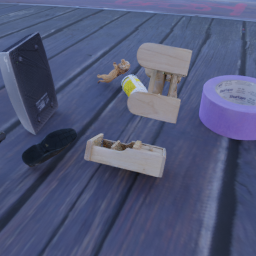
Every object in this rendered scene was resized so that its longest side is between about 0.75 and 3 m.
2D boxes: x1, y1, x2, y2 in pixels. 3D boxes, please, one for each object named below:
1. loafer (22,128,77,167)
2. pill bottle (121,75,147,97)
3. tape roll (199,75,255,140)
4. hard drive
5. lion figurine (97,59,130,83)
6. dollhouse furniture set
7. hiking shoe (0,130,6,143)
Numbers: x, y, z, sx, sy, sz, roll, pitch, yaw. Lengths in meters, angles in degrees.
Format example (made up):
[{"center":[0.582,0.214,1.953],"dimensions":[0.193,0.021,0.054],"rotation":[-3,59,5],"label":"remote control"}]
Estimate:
[{"center":[-2.052,0.509,7.456],"dimensions":[1.529,0.553,0.556],"rotation":[-29,72,-18],"label":"loafer"},{"center":[0.275,-1.273,9.692],"dimensions":[0.651,0.651,1.162],"rotation":[-15,49,-20],"label":"pill bottle"},{"center":[3.579,-0.730,9.028],"dimensions":[2.413,1.025,2.413],"rotation":[-1,35,1],"label":"tape roll"},{"center":[-2.912,-1.316,8.418],"dimensions":[0.559,2.643,1.783],"rotation":[6,38,14],"label":"hard drive"},{"center":[-0.576,-2.131,11.032],"dimensions":[1.482,0.537,0.908],"rotation":[-44,34,7],"label":"lion figurine"},{"center":[0.229,-0.502,6.836],"dimensions":[1.854,2.849,2.617],"rotation":[12,8,5],"label":"dollhouse furniture set"},{"center":[-3.496,0.886,6.486],"dimensions":[0.729,0.969,1.926],"rotation":[2,44,44],"label":"hiking shoe"}]
